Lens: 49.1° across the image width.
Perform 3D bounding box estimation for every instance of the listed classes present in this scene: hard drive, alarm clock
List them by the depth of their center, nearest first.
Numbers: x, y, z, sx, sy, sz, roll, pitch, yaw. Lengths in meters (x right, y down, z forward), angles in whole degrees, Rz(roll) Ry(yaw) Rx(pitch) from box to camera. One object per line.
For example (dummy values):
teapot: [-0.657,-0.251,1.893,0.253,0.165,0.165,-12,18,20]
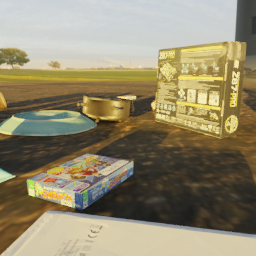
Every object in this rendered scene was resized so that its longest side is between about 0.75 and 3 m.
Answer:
hard drive: [0.034,1.106,2.030,2.013,0.255,1.328,3,12,13]
alarm clock: [-0.608,-0.684,9.358,1.570,0.775,2.327,8,13,16]

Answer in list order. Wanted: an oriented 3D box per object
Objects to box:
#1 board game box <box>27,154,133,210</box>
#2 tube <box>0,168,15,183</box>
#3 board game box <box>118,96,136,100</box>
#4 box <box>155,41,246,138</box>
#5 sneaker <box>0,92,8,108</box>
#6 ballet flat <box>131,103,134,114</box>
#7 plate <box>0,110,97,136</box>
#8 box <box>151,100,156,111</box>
board game box: [-0.621,0.705,4.069,0.909,0.232,1.344,6,13,28]
tube: [-2.662,0.554,4.247,2.349,0.592,0.909,17,34,41]
board game box: [-0.069,-1.737,16.190,0.664,0.169,0.987,7,13,30]
box: [1.828,-1.122,7.869,0.703,2.306,2.862,-6,12,-28]
sneaker: [-5.951,-1.113,12.366,0.785,0.732,2.079,-32,25,-31]
ballet flat: [-0.601,-0.865,10.804,1.713,0.620,0.581,2,12,10]
plate: [-2.367,-0.229,8.298,2.874,0.367,2.874,0,12,0]
box: [1.356,-0.946,11.586,0.784,0.393,0.294,-8,-20,-33]
